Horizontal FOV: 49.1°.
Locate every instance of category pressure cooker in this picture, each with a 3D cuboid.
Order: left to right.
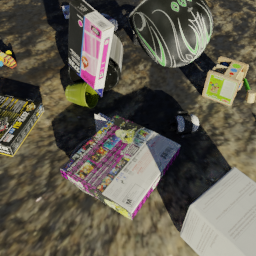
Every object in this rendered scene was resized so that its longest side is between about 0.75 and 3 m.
[{"bbox_3d":[-1.075,-2.537,9.860,1.877,1.848,2.102,28,50,-31],"label":"pressure cooker"}]

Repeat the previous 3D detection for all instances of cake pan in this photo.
[{"bbox_3d":[-0.536,1.027,7.578,2.086,0.383,2.086,0,46,0],"label":"cake pan"}]

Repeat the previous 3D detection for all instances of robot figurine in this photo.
[{"bbox_3d":[1.704,-0.120,8.565,0.909,0.683,0.567,-6,30,-5],"label":"robot figurine"}]

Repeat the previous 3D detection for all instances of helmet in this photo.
[{"bbox_3d":[1.255,-2.714,7.644,2.065,2.166,2.166,51,54,-12],"label":"helmet"}]

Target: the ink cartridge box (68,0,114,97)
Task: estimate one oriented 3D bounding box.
[{"bbox_3d":[-1.005,-1.823,7.023,0.446,2.403,1.138,-36,70,-28],"label":"ink cartridge box"}]

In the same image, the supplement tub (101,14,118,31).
[{"bbox_3d":[-0.969,-4.864,13.002,0.655,0.655,0.934,-29,52,-25],"label":"supplement tub"}]

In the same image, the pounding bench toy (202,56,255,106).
[{"bbox_3d":[3.651,-1.555,9.590,1.669,1.037,1.302,25,51,22],"label":"pounding bench toy"}]

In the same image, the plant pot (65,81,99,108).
[{"bbox_3d":[-1.582,-1.159,9.410,0.881,0.915,0.915,7,46,24],"label":"plant pot"}]

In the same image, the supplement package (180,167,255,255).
[{"bbox_3d":[2.543,2.345,5.536,1.500,1.505,2.566,-30,53,-27],"label":"supplement package"}]

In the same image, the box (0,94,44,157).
[{"bbox_3d":[-3.776,-0.166,8.617,1.587,0.490,1.987,13,48,6],"label":"box"}]

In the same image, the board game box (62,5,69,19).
[{"bbox_3d":[-2.780,-6.010,14.383,1.080,0.234,1.074,-12,47,-12],"label":"board game box"}]

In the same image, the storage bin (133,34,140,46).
[{"bbox_3d":[1.396,-4.080,12.038,2.117,0.992,1.431,25,51,23],"label":"storage bin"}]

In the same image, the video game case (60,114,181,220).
[{"bbox_3d":[-0.133,0.834,7.202,2.148,0.424,2.370,26,52,23],"label":"video game case"}]

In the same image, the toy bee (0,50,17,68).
[{"bbox_3d":[-5.061,-2.799,11.017,1.290,0.701,0.845,3,48,3],"label":"toy bee"}]

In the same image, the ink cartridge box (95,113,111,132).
[{"bbox_3d":[-0.735,-0.138,8.415,0.449,0.780,0.265,26,52,22],"label":"ink cartridge box"}]
